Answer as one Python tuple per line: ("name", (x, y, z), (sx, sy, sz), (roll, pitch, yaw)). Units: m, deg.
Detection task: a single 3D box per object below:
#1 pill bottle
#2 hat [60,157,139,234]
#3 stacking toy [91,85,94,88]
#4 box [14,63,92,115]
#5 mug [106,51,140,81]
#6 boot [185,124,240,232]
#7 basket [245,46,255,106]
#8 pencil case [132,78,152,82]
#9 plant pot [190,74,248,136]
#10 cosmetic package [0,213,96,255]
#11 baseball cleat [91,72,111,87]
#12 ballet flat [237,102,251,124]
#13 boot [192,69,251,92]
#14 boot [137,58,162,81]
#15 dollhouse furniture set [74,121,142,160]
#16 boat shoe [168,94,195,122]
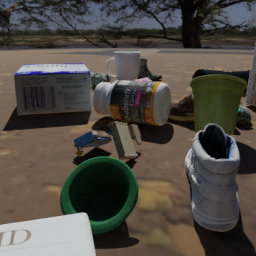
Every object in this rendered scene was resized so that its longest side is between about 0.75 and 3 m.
("pill bottle", (0.131, -0.887, 9.412), (2.403, 1.398, 1.398), (7, 21, 24))
("hat", (-0.398, 1.305, 5.058), (1.233, 1.310, 1.488), (31, 62, 20))
("stacking toy", (-2.520, -2.206, 14.785), (0.890, 0.277, 1.181), (15, 24, 36))
("box", (-2.988, -1.694, 11.404), (2.718, 1.551, 2.956), (-4, 19, -14))
("mug", (-0.289, -3.489, 16.168), (2.001, 1.754, 1.477), (-1, 20, -1))
("boot", (1.650, 0.541, 5.384), (1.041, 1.353, 2.831), (3, 20, 7))
("basket", (6.371, -2.009, 10.711), (2.630, 2.654, 2.134), (-9, 23, -23))
("pencil case", (0.596, -1.974, 13.293), (0.761, 0.761, 1.740), (9, 16, 25))
("plant pot", (2.481, -0.536, 7.878), (1.583, 1.455, 1.583), (7, -10, 1))
("cosmetic package", (-0.881, 1.808, 1.204), (1.764, 1.754, 2.108), (-5, 19, -13))
("baseball cleat", (-1.392, -2.692, 15.278), (1.314, 0.861, 2.470), (-10, 23, -26))
("ballet flat", (3.937, -0.535, 9.812), (0.651, 0.651, 1.753), (5, 22, 13))
("boot", (4.798, -2.337, 13.801), (2.443, 1.110, 2.908), (-3, 13, -18))
("boot", (1.124, -3.575, 17.110), (1.974, 1.290, 0.668), (1, 20, 4))
("dollhouse furniture set", (-0.471, 0.522, 7.070), (1.335, 0.871, 1.260), (-25, -16, 26))
("boat shoe", (2.250, -0.758, 9.601), (2.750, 0.990, 0.992), (12, 23, 31))
